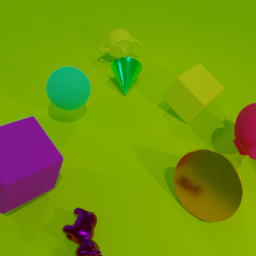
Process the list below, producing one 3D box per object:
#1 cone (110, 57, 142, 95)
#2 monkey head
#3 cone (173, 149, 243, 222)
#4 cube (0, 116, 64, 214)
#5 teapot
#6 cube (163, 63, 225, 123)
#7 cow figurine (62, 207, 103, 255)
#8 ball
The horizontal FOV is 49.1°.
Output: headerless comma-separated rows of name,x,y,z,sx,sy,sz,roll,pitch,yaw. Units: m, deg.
cone,-0.073,-1.612,9.515,1.112,1.112,1.116,1,65,1
monkey head,3.300,0.088,6.818,1.404,1.176,1.951,18,66,9
cone,2.116,1.141,6.459,1.544,1.544,1.550,36,27,32
cube,-2.310,0.753,5.881,1.270,1.270,1.270,-24,64,-38
teapot,-0.245,-3.159,10.680,1.766,1.098,0.865,-14,53,-16
cube,1.909,-1.015,8.236,1.074,1.074,1.074,-36,78,-30
cow figurine,-0.811,2.115,5.567,0.957,0.534,0.972,11,46,22
ball,-1.649,-1.095,7.802,1.212,1.212,1.212,0,43,0
